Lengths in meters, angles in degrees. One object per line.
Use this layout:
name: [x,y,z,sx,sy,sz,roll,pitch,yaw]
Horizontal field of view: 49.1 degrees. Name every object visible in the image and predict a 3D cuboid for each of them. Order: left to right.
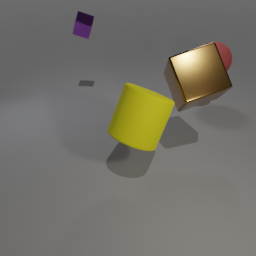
cube: [-1.884,-4.339,11.823,0.700,0.700,0.700,14,58,-14]
cylinder: [0.334,-0.304,7.454,1.400,1.400,1.400,20,13,-5]
cube: [2.010,-1.459,8.373,1.400,1.400,1.400,-19,-7,-1]
ball: [3.436,-2.731,11.236,1.400,1.400,1.400,0,32,0]
